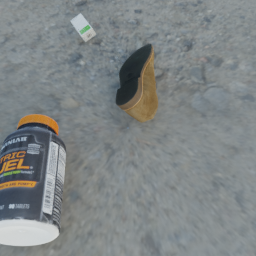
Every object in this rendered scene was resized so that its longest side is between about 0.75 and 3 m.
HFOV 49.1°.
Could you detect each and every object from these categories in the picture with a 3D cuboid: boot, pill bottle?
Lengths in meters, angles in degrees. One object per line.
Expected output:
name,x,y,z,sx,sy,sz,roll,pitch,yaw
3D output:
boot,0.389,-1.307,7.930,1.016,1.042,2.761,-21,41,35
pill bottle,-2.073,0.973,6.005,1.411,1.411,2.657,-4,51,-2

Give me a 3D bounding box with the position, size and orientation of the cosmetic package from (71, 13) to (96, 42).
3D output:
cosmetic package,-1.467,-3.282,9.166,0.451,0.356,0.839,-37,66,2
